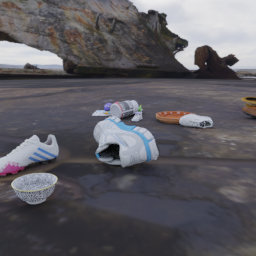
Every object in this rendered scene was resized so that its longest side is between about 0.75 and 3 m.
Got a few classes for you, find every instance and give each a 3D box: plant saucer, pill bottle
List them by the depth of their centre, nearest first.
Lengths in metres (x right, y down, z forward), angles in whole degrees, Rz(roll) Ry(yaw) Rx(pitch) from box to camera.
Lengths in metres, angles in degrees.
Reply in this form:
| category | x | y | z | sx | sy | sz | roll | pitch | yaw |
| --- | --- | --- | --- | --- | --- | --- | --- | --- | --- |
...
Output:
| category | x | y | z | sx | sy | sz | roll | pitch | yaw |
| --- | --- | --- | --- | --- | --- | --- | --- | --- | --- |
| plant saucer | 2.288 | -0.495 | 13.312 | 1.915 | 0.309 | 1.915 | -1 | 14 | 0 |
| pill bottle | -0.157 | -0.940 | 13.967 | 0.785 | 0.785 | 1.356 | 13 | 22 | 43 |

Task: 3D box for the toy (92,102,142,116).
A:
| category | x | y | z | sx | sy | sz | roll | pitch | yaw |
| --- | --- | --- | --- | --- | --- | --- | --- | --- | --- |
| toy | -0.535 | -1.076 | 15.142 | 2.601 | 0.614 | 1.498 | 1 | 12 | 4 |

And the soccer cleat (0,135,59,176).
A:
| category | x | y | z | sx | sy | sz | roll | pitch | yaw |
| --- | --- | --- | --- | --- | --- | --- | --- | --- | --- |
| soccer cleat | -2.684 | 0.632 | 7.268 | 0.664 | 0.820 | 1.900 | 11 | 18 | 40 |

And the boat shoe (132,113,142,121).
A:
| category | x | y | z | sx | sy | sz | roll | pitch | yaw |
| --- | --- | --- | --- | --- | --- | --- | --- | --- | --- |
| boat shoe | 0.419 | -0.522 | 13.411 | 0.341 | 0.303 | 0.926 | 5 | 14 | 19 |

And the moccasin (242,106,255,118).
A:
| category | x | y | z | sx | sy | sz | roll | pitch | yaw |
| --- | --- | --- | --- | --- | --- | --- | --- | --- | --- |
| moccasin | 6.952 | -0.955 | 13.726 | 2.588 | 0.999 | 0.947 | 2 | 13 | 7 |

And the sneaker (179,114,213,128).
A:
| category | x | y | z | sx | sy | sz | roll | pitch | yaw |
| --- | --- | --- | --- | --- | --- | --- | --- | --- | --- |
| sneaker | 2.896 | -0.257 | 11.912 | 1.395 | 0.533 | 0.561 | 0 | 22 | 7 |

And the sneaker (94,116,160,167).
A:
| category | x | y | z | sx | sy | sz | roll | pitch | yaw |
| --- | --- | --- | --- | --- | --- | --- | --- | --- | --- |
| sneaker | -0.481 | 0.414 | 7.894 | 1.261 | 1.091 | 2.909 | -23 | 18 | -27 |

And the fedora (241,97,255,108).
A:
| category | x | y | z | sx | sy | sz | roll | pitch | yaw |
| --- | --- | --- | --- | --- | --- | --- | --- | --- | --- |
| fedora | 7.370 | -1.391 | 16.419 | 1.590 | 0.648 | 1.590 | 0 | 19 | 0 |

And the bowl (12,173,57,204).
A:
| category | x | y | z | sx | sy | sz | roll | pitch | yaw |
| --- | --- | --- | --- | --- | --- | --- | --- | --- | --- |
| bowl | -1.835 | 1.239 | 5.562 | 0.863 | 0.405 | 0.863 | 1 | 14 | 0 |
